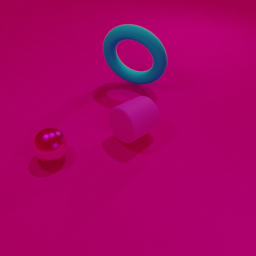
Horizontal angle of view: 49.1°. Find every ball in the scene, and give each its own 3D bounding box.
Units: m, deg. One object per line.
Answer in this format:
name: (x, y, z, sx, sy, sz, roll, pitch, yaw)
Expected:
ball: (-1.804, 0.389, 6.497, 0.827, 0.827, 0.827, 0, 42, 0)

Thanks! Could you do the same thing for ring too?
ring: (0.185, -2.104, 8.272, 2.007, 2.007, 0.401, 16, 54, 17)

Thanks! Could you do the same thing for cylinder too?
cylinder: (0.151, -0.222, 6.948, 0.931, 0.931, 0.931, -28, 48, -36)
